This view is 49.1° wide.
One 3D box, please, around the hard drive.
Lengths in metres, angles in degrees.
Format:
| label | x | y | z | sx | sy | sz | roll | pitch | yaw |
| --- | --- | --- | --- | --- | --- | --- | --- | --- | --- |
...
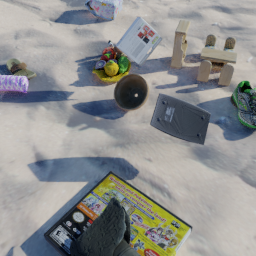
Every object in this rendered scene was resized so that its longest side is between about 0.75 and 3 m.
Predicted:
| label | x | y | z | sx | sy | sz | roll | pitch | yaw |
| --- | --- | --- | --- | --- | --- | --- | --- | --- | --- |
| hard drive | 1.534 | -0.235 | 8.292 | 1.718 | 0.364 | 1.159 | 20 | 72 | -8 |

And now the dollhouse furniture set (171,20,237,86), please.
| label | x | y | z | sx | sy | sz | roll | pitch | yaw |
| --- | --- | --- | --- | --- | --- | --- | --- | --- | --- |
| dollhouse furniture set | 3.421 | -3.491 | 12.299 | 2.730 | 1.777 | 2.508 | 13 | 47 | 13 |

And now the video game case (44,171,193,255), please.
| label | x | y | z | sx | sy | sz | roll | pitch | yaw |
| --- | --- | --- | --- | --- | --- | --- | --- | --- | --- |
| video game case | -0.229 | 2.672 | 7.096 | 2.811 | 0.358 | 2.540 | 30 | 53 | 27 |

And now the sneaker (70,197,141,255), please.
| label | x | y | z | sx | sy | sz | roll | pitch | yaw |
| --- | --- | --- | --- | --- | --- | --- | --- | --- | --- |
| sneaker | -0.810 | 3.040 | 5.995 | 2.934 | 0.881 | 1.530 | -46 | 52 | -14 |

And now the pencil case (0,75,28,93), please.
| label | x | y | z | sx | sy | sz | roll | pitch | yaw |
| --- | --- | --- | --- | --- | --- | --- | --- | --- | --- |
| pencil case | -4.912 | -1.788 | 11.390 | 1.633 | 0.685 | 0.698 | 0 | 75 | 3 |

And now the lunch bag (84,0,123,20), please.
| label | x | y | z | sx | sy | sz | roll | pitch | yaw |
| --- | --- | --- | --- | --- | --- | --- | --- | --- | --- |
| lunch bag | -1.407 | -7.340 | 16.609 | 1.908 | 1.213 | 1.618 | 19 | 49 | 5 |

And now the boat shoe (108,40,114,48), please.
| label | x | y | z | sx | sy | sz | roll | pitch | yaw |
| --- | --- | --- | --- | --- | --- | --- | --- | --- | --- |
| boat shoe | -0.814 | -3.891 | 13.269 | 0.279 | 0.775 | 0.275 | -7 | 76 | -7 |

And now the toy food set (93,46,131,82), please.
| label | x | y | z | sx | sy | sz | roll | pitch | yaw |
| --- | --- | --- | --- | --- | --- | --- | --- | --- | --- |
| toy food set | -0.652 | -3.111 | 12.475 | 1.578 | 0.876 | 2.681 | 8 | 43 | 7 |

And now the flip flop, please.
| label | x | y | z | sx | sy | sz | roll | pitch | yaw |
| --- | --- | --- | --- | --- | --- | --- | --- | --- | --- |
| flip flop | -4.767 | -2.648 | 12.285 | 0.839 | 0.596 | 2.070 | -29 | 52 | -26 |

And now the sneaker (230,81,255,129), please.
| label | x | y | z | sx | sy | sz | roll | pitch | yaw |
| --- | --- | --- | --- | --- | --- | --- | --- | --- | --- |
| sneaker | 4.435 | -0.861 | 10.228 | 0.889 | 0.970 | 2.277 | -6 | 46 | -6 |

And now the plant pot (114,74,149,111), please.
| label | x | y | z | sx | sy | sz | roll | pitch | yaw |
| --- | --- | --- | --- | --- | --- | --- | --- | --- | --- |
| plant pot | 0.216 | -1.314 | 10.704 | 1.404 | 0.648 | 1.404 | -3 | 82 | 24 |

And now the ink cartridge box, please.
| label | x | y | z | sx | sy | sz | roll | pitch | yaw |
| --- | --- | --- | --- | --- | --- | --- | --- | --- | --- |
| ink cartridge box | 0.420 | -3.284 | 10.715 | 1.210 | 1.379 | 0.578 | 37 | 11 | -20 |
